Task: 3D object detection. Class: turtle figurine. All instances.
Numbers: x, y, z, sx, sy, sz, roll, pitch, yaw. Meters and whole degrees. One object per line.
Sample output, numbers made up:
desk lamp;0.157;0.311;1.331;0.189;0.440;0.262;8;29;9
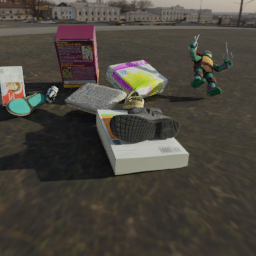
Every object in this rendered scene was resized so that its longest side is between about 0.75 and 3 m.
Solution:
turtle figurine;3.367;-2.671;11.859;1.968;1.324;2.629;13;61;0

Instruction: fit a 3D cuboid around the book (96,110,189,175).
book;0.238;0.239;7.663;1.818;0.654;2.721;-3;25;-14

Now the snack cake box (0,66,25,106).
snack cake box;-4.291;-1.542;10.393;0.813;1.413;0.475;-7;6;-24

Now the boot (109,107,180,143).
boot;0.250;-0.172;7.350;1.984;0.692;1.306;6;20;-28

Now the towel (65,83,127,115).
towel;-1.149;-0.998;9.711;1.928;0.332;1.278;19;51;34

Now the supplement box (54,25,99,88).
supplement box;-2.205;-3.138;12.481;1.629;2.488;1.284;0;47;-2

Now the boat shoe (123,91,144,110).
boat shoe;0.209;-0.922;9.394;0.668;0.576;1.831;4;10;4

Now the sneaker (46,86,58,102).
sneaker;-2.971;-1.199;10.685;0.869;0.347;0.566;-17;45;56

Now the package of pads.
package of pads;0.421;-2.025;11.735;2.201;0.751;1.700;-23;57;-40

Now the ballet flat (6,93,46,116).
ballet flat;-3.654;-0.760;9.903;0.607;0.642;1.904;-26;7;28
